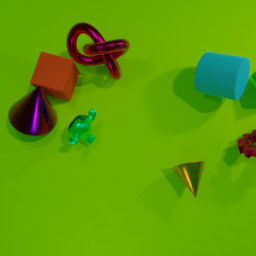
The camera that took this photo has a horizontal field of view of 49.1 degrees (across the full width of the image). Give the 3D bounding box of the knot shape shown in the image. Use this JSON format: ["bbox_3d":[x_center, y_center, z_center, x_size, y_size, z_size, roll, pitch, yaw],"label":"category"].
[{"bbox_3d":[-0.912,-2.217,7.953,1.824,1.949,0.901,25,81,3],"label":"knot shape"}]

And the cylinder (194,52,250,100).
[{"bbox_3d":[2.676,-1.486,7.976,1.179,1.179,1.179,20,79,32],"label":"cylinder"}]

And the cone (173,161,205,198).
[{"bbox_3d":[1.779,1.481,7.778,0.917,0.917,0.921,-8,71,-1],"label":"cone"}]

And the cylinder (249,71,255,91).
[{"bbox_3d":[4.182,-1.295,8.242,0.868,0.868,0.868,-19,62,-3],"label":"cylinder"}]

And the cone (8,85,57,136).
[{"bbox_3d":[-2.526,-0.721,7.719,1.377,1.382,1.377,13,52,-17],"label":"cone"}]

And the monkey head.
[{"bbox_3d":[-1.252,0.084,7.968,0.898,0.752,1.248,38,63,-13],"label":"monkey head"}]

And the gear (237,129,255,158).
[{"bbox_3d":[3.783,0.423,7.863,1.311,1.311,0.242,-22,112,-4],"label":"gear"}]

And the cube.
[{"bbox_3d":[-2.124,-1.506,8.308,0.996,0.996,0.996,16,81,4],"label":"cube"}]
